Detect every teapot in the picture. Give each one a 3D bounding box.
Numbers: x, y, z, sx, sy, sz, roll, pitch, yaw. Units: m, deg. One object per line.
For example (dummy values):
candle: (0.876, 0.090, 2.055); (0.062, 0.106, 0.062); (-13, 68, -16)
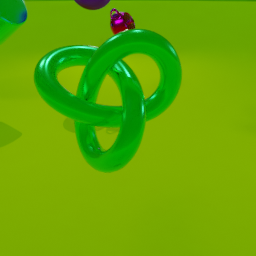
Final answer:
teapot: (-0.072, -2.699, 7.398); (0.578, 1.180, 0.734); (-13, 57, 35)

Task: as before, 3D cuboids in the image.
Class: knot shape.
knot shape: (-0.242, -0.336, 2.406); (1.150, 1.229, 0.568); (33, 2, 9)

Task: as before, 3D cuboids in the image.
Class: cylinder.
cylinder: (-3.247, -2.759, 6.881); (1.096, 1.096, 1.096); (-22, 12, 34)

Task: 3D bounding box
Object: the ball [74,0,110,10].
ball: (-0.991, -3.894, 7.639); (1.258, 1.258, 1.258); (0, 27, 0)
